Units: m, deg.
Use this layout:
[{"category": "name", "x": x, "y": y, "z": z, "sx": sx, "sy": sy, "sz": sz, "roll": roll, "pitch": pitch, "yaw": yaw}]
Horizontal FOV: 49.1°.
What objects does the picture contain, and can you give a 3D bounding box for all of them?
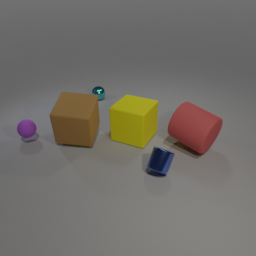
[{"category": "cube", "x": 0.243, "y": -0.293, "z": 10.744, "sx": 1.400, "sy": 1.400, "sz": 1.400, "roll": 14, "pitch": 33, "yaw": 24}, {"category": "ball", "x": -3.812, "y": 0.024, "z": 10.553, "sx": 0.700, "sy": 0.700, "sz": 0.700, "roll": 0, "pitch": 29, "yaw": 0}, {"category": "cylinder", "x": 2.357, "y": -0.024, "z": 9.889, "sx": 1.400, "sy": 1.400, "sz": 1.400, "roll": 33, "pitch": 41, "yaw": 29}, {"category": "ball", "x": -1.495, "y": -1.766, "z": 14.168, "sx": 0.700, "sy": 0.700, "sz": 0.700, "roll": 0, "pitch": 29, "yaw": 0}, {"category": "cube", "x": -1.896, "y": -0.331, "z": 10.337, "sx": 1.400, "sy": 1.400, "sz": 1.400, "roll": 6, "pitch": 43, "yaw": 5}, {"category": "cylinder", "x": 1.035, "y": 1.019, "z": 8.891, "sx": 0.700, "sy": 0.700, "sz": 0.700, "roll": 20, "pitch": 0, "yaw": 0}]
